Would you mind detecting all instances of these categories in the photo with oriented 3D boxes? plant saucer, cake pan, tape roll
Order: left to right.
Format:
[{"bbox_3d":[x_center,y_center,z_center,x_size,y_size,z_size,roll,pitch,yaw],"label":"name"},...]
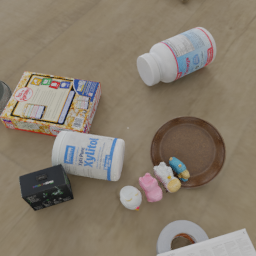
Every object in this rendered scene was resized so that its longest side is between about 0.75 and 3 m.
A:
[{"bbox_3d":[-5.455,-1.044,10.143,2.370,0.435,2.370,0,58,0],"label":"cake pan"},{"bbox_3d":[1.461,3.206,7.422,1.400,0.463,1.400,1,57,-1],"label":"tape roll"},{"bbox_3d":[1.786,0.709,8.464,2.220,0.406,2.220,2,99,13],"label":"plant saucer"}]

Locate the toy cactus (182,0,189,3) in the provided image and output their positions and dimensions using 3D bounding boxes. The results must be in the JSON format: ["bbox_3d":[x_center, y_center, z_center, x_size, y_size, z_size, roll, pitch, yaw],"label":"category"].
[{"bbox_3d":[2.535,-6.972,13.720,2.270,1.161,1.873,-10,77,-9],"label":"toy cactus"}]

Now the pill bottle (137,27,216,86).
[{"bbox_3d":[1.787,-2.630,10.514,2.759,1.500,1.500,-27,61,-16],"label":"pill bottle"}]

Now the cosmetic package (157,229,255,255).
[{"bbox_3d":[1.908,3.255,6.766,2.325,0.589,0.960,-12,62,-8],"label":"cosmetic package"}]

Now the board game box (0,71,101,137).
[{"bbox_3d":[-2.615,-0.833,9.859,2.891,0.669,2.190,10,58,7],"label":"board game box"}]

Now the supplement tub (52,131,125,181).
[{"bbox_3d":[-1.142,0.834,8.453,1.962,1.295,1.295,8,58,4],"label":"supplement tub"}]

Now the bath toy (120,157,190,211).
[{"bbox_3d":[0.770,1.740,8.152,2.113,0.781,0.919,-28,45,-16],"label":"bath toy"}]

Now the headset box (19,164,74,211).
[{"bbox_3d":[-2.263,1.677,7.858,1.191,1.368,0.635,-16,59,-9],"label":"headset box"}]
